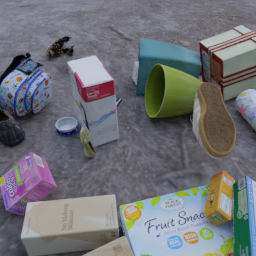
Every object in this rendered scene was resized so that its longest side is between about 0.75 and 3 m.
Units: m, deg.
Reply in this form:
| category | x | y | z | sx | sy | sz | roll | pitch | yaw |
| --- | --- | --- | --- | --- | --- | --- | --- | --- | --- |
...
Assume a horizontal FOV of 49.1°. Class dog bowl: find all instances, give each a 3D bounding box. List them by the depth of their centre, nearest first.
| category | x | y | z | sx | sy | sz | roll | pitch | yaw |
| --- | --- | --- | --- | --- | --- | --- | --- | --- | --- |
| dog bowl | -2.316 | -0.050 | 10.634 | 0.815 | 0.321 | 0.815 | 0 | 39 | 0 |

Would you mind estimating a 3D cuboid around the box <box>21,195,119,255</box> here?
| category | x | y | z | sx | sy | sz | roll | pitch | yaw |
| --- | --- | --- | --- | --- | --- | --- | --- | --- | --- |
| box | -1.399 | 2.456 | 7.116 | 2.271 | 0.883 | 1.078 | -5 | 40 | -7 |

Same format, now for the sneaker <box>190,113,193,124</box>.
| category | x | y | z | sx | sy | sz | roll | pitch | yaw |
| --- | --- | --- | --- | --- | --- | --- | --- | --- | --- |
| sneaker | 2.859 | -0.248 | 10.605 | 0.591 | 0.667 | 1.578 | -10 | 40 | -12 |

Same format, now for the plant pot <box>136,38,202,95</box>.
| category | x | y | z | sx | sy | sz | roll | pitch | yaw |
| --- | --- | --- | --- | --- | --- | --- | --- | --- | --- |
| plant pot | 1.799 | -2.730 | 12.726 | 2.724 | 1.926 | 1.924 | 4 | 39 | 0 |

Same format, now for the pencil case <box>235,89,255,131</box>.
| category | x | y | z | sx | sy | sz | roll | pitch | yaw |
| --- | --- | --- | --- | --- | --- | --- | --- | --- | --- |
| pencil case | 5.016 | -0.475 | 10.548 | 1.001 | 1.093 | 2.409 | -10 | 39 | -6 |

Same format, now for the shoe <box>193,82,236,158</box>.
| category | x | y | z | sx | sy | sz | roll | pitch | yaw |
| --- | --- | --- | --- | --- | --- | --- | --- | --- | --- |
| shoe | 2.393 | -0.178 | 8.053 | 1.014 | 0.774 | 2.901 | 12 | 44 | -2 |

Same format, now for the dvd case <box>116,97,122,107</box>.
| category | x | y | z | sx | sy | sz | roll | pitch | yaw |
| --- | --- | --- | --- | --- | --- | --- | --- | --- | --- |
| dvd case | -0.893 | -1.025 | 11.963 | 0.895 | 0.147 | 1.191 | 14 | 42 | 16 |

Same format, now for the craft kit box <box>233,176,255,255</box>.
| category | x | y | z | sx | sy | sz | roll | pitch | yaw |
| --- | --- | --- | --- | --- | --- | --- | --- | --- | --- |
| craft kit box | 3.399 | 2.646 | 6.268 | 2.371 | 0.582 | 2.401 | 33 | 41 | -7 |

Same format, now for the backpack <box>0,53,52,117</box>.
| category | x | y | z | sx | sy | sz | roll | pitch | yaw |
| --- | --- | --- | --- | --- | --- | --- | --- | --- | --- |
| backpack | -4.083 | -1.462 | 11.176 | 1.679 | 2.179 | 2.076 | 27 | 51 | 14 |

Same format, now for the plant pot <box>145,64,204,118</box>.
| category | x | y | z | sx | sy | sz | roll | pitch | yaw |
| --- | --- | --- | --- | --- | --- | --- | --- | --- | --- |
| plant pot | 2.062 | -1.342 | 11.153 | 2.217 | 2.074 | 2.074 | 5 | 37 | -17 |

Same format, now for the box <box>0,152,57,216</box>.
| category | x | y | z | sx | sy | sz | roll | pitch | yaw |
| --- | --- | --- | --- | --- | --- | --- | --- | --- | --- |
| box | -2.858 | 1.559 | 7.916 | 1.301 | 0.629 | 1.144 | -41 | 51 | 4 |

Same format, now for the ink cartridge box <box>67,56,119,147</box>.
| category | x | y | z | sx | sy | sz | roll | pitch | yaw |
| --- | --- | --- | --- | --- | --- | --- | --- | --- | --- |
| ink cartridge box | -1.209 | -0.930 | 9.911 | 1.110 | 2.593 | 1.914 | -17 | 42 | -18 |

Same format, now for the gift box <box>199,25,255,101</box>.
| category | x | y | z | sx | sy | sz | roll | pitch | yaw |
| --- | --- | --- | --- | --- | --- | --- | --- | --- | --- |
| gift box | 4.775 | -2.827 | 12.474 | 2.466 | 2.640 | 2.436 | -21 | 45 | -2 |

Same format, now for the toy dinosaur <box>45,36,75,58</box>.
| category | x | y | z | sx | sy | sz | roll | pitch | yaw |
| --- | --- | --- | --- | --- | --- | --- | --- | --- | --- |
| toy dinosaur | -3.881 | -4.659 | 15.824 | 1.435 | 1.080 | 2.114 | -4 | 58 | 20 |

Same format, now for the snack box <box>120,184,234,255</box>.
| category | x | y | z | sx | sy | sz | roll | pitch | yaw |
| --- | --- | --- | --- | --- | --- | --- | --- | --- | --- |
| snack box | 1.307 | 2.701 | 6.817 | 2.614 | 0.885 | 2.205 | -9 | 41 | -13 |

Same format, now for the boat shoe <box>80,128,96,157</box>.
| category | x | y | z | sx | sy | sz | roll | pitch | yaw |
| --- | --- | --- | --- | --- | --- | --- | --- | --- | --- |
| boat shoe | -1.315 | 0.475 | 9.239 | 0.358 | 1.138 | 0.415 | -2 | 30 | 9 |

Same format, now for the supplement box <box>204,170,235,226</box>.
| category | x | y | z | sx | sy | sz | roll | pitch | yaw |
| --- | --- | --- | --- | --- | --- | --- | --- | --- | --- |
| supplement box | 2.281 | 1.703 | 6.925 | 0.474 | 0.459 | 1.379 | 42 | 41 | -4 |

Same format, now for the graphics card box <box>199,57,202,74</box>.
| category | x | y | z | sx | sy | sz | roll | pitch | yaw |
| --- | --- | --- | --- | --- | --- | --- | --- | --- | --- |
| graphics card box | 3.368 | -3.336 | 14.559 | 1.067 | 0.432 | 1.700 | -15 | 43 | -17 |

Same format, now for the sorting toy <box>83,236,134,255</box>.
| category | x | y | z | sx | sy | sz | roll | pitch | yaw |
| --- | --- | --- | --- | --- | --- | --- | --- | --- | --- |
| sorting toy | -0.580 | 3.671 | 5.546 | 2.140 | 0.745 | 2.127 | -22 | 44 | -9 |

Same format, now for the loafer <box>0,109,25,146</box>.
| category | x | y | z | sx | sy | sz | roll | pitch | yaw |
| --- | --- | --- | --- | --- | --- | --- | --- | --- | --- |
| loafer | -4.999 | -0.425 | 10.501 | 2.934 | 1.061 | 1.068 | 23 | 46 | 26 |

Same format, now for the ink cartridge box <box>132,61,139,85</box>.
| category | x | y | z | sx | sy | sz | roll | pitch | yaw |
| --- | --- | --- | --- | --- | --- | --- | --- | --- | --- |
| ink cartridge box | 0.951 | -2.670 | 13.124 | 1.387 | 1.016 | 0.574 | -15 | 52 | -19 |
